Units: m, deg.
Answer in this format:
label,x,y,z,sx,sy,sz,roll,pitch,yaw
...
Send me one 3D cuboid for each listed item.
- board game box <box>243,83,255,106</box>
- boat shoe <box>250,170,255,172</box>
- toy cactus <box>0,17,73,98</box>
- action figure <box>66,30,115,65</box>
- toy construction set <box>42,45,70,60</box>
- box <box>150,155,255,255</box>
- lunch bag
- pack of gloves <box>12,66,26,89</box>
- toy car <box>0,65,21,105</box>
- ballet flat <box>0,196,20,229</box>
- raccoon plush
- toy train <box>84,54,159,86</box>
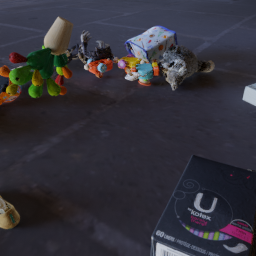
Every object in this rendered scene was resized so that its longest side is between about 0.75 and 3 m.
label,x,y,z,sx,sy,sz,roll,pitch,yaw
board game box,5.074,-1.161,9.558,1.770,0.569,1.306,-19,38,-25
boat shoe,2.892,1.443,5.253,0.777,0.790,2.192,-9,31,-7
toy cactus,-1.775,-1.529,6.109,1.130,1.823,2.209,35,19,13
action figure,-1.622,-3.350,12.071,2.757,1.407,1.638,7,-8,21
toy construction set,-3.267,-3.112,12.340,1.416,0.995,2.159,-12,23,-18
box,1.343,1.603,4.681,1.316,1.142,2.154,15,35,22
lunch bag,1.018,-3.760,12.705,1.713,1.248,2.015,-33,46,-13
pack of gloves,-4.648,-1.681,10.722,1.655,0.389,1.970,-24,35,-15
toy car,-4.592,-1.965,9.835,0.989,1.458,2.973,10,35,-54
ballet flat,-2.701,1.451,5.545,1.505,0.474,0.516,18,38,27
raccoon plush,2.489,-2.317,10.859,2.678,1.296,1.794,-6,41,-10
toy train,-0.187,-2.143,10.942,2.229,0.825,2.968,-26,37,-32
